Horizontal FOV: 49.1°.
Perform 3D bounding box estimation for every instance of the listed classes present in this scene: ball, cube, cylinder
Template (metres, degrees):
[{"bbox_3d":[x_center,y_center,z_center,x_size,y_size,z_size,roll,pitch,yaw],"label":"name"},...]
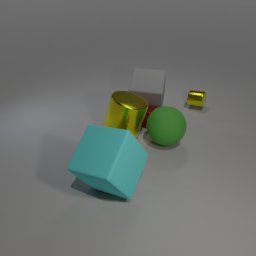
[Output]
[{"bbox_3d":[1.362,-0.074,9.933,1.400,1.400,1.400,0,30,0],"label":"ball"},{"bbox_3d":[0.846,-1.563,12.112,1.400,1.400,1.400,7,54,9],"label":"cube"},{"bbox_3d":[-0.107,-0.457,10.410,1.400,1.400,1.400,14,29,-8],"label":"cylinder"},{"bbox_3d":[-0.506,0.915,7.667,1.400,1.400,1.400,8,62,33],"label":"cube"},{"bbox_3d":[3.121,-1.331,12.677,0.700,0.700,0.700,11,32,27],"label":"cylinder"},{"bbox_3d":[0.763,-0.490,11.405,0.700,0.700,0.700,11,32,29],"label":"cube"}]
